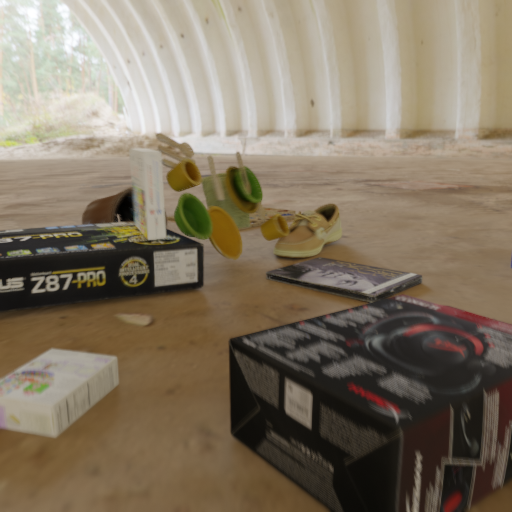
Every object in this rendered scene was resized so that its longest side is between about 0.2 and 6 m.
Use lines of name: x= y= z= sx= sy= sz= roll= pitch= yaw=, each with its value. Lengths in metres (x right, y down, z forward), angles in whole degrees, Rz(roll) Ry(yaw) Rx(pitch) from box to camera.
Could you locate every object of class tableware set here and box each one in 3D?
tableware set: x=-0.410 y=-0.912 z=9.627 sx=0.480 sy=2.107 sz=3.128 roll=-25 pitch=-22 yaw=27

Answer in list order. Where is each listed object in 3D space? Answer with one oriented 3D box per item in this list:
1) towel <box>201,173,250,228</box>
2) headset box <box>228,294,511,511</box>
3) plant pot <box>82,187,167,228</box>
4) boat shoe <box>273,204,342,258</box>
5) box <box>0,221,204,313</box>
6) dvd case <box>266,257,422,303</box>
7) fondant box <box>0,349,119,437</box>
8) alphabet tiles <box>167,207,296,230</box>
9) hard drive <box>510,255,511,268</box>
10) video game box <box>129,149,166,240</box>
towel: x=-0.597 y=-1.104 z=11.434 sx=0.885 sy=1.194 sz=0.218 roll=-11 pitch=7 yaw=-4
headset box: x=1.193 y=1.022 z=4.357 sx=2.300 sy=0.863 sz=1.709 roll=-10 pitch=16 yaw=-36
plant pot: x=-2.723 y=-0.698 z=11.244 sx=1.312 sy=1.325 sz=1.325 roll=2 pitch=11 yaw=41
boat shoe: x=1.045 y=-0.539 z=11.285 sx=0.868 sy=0.779 sz=2.346 roll=8 pitch=19 yaw=27
box: x=-2.795 y=0.066 z=8.702 sx=3.276 sy=0.804 sz=2.641 roll=-6 pitch=12 yaw=-27
dvd case: x=1.391 y=0.336 z=8.979 sx=2.020 sy=0.161 sz=1.502 roll=12 pitch=17 yaw=41
fondant box: x=-1.802 y=1.178 z=4.980 sx=0.733 sy=0.296 sz=1.017 roll=4 pitch=12 yaw=16
alphabet tiles: x=-0.432 y=-1.091 z=15.383 sx=2.591 sy=0.117 sz=3.099 roll=10 pitch=16 yaw=39
hard drive: x=4.976 y=-0.098 z=9.423 sx=1.220 sy=0.805 sz=0.155 roll=10 pitch=16 yaw=37
video game box: x=-1.711 y=-1.007 z=8.771 sx=0.333 sy=1.297 sz=1.424 roll=-4 pitch=14 yaw=-19
